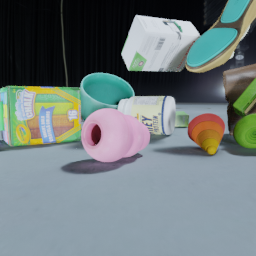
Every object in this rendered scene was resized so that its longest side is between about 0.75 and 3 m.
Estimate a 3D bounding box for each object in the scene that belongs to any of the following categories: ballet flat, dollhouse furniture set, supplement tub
[{"bbox_3d":[2.501,-2.259,6.947,1.018,2.966,0.935,23,-19,44],"label":"ballet flat"},{"bbox_3d":[3.584,-0.089,5.761,2.616,1.010,1.307,40,8,26],"label":"dollhouse furniture set"},{"bbox_3d":[0.550,-0.370,8.041,1.500,1.088,1.088,2,7,19],"label":"supplement tub"}]

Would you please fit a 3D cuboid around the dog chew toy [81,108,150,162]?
[{"bbox_3d":[-0.128,0.137,4.938,0.894,0.894,1.435,5,0,37],"label":"dog chew toy"}]

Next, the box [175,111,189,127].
[{"bbox_3d":[0.893,-0.380,10.959,2.785,0.506,2.010,0,6,7],"label":"box"}]

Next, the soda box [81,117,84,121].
[{"bbox_3d":[-2.317,-0.683,13.039,0.548,0.605,1.727,-5,8,-35],"label":"soda box"}]

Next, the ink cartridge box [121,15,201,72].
[{"bbox_3d":[0.947,-2.394,8.173,1.878,0.792,1.371,-5,-35,-27],"label":"ink cartridge box"}]

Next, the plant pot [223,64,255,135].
[{"bbox_3d":[3.793,-0.790,7.334,2.363,2.387,2.387,-5,4,19],"label":"plant pot"}]

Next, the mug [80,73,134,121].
[{"bbox_3d":[-0.689,-0.686,9.288,1.747,1.315,2.126,-17,53,-35],"label":"mug"}]

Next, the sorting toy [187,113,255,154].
[{"bbox_3d":[2.374,0.251,5.425,2.347,0.814,0.808,2,34,5],"label":"sorting toy"}]

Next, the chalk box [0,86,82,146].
[{"bbox_3d":[-2.338,-0.321,6.691,2.126,1.323,1.316,-5,8,-32],"label":"chalk box"}]
